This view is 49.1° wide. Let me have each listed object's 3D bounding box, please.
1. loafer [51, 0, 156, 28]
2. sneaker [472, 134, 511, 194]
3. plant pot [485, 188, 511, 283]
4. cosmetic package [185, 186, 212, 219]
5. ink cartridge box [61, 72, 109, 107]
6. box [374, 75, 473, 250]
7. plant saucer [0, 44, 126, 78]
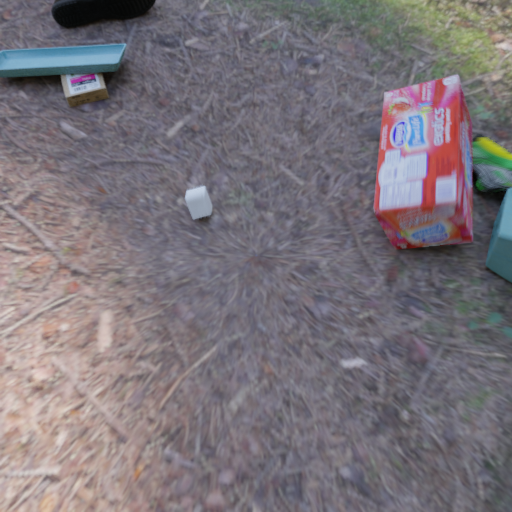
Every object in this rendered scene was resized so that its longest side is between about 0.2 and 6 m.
[{"bbox_3d":[-3.609,-6.151,13.206,2.479,0.905,0.884,-12,62,-6],"label":"loafer"},{"bbox_3d":[4.787,-1.435,10.654,2.056,0.802,0.876,45,107,34],"label":"sneaker"},{"bbox_3d":[5.299,-0.191,9.516,2.366,1.672,1.672,14,61,17],"label":"plant pot"},{"bbox_3d":[-1.068,-0.995,10.465,0.376,0.449,0.373,-14,29,8],"label":"cosmetic package"},{"bbox_3d":[-3.721,-3.678,12.153,0.880,0.330,0.725,-17,63,-9],"label":"ink cartridge box"},{"bbox_3d":[3.095,-1.680,10.176,1.425,1.365,2.859,-6,57,29],"label":"box"},{"bbox_3d":[-4.339,-4.273,12.307,2.904,0.275,1.015,-1,43,3],"label":"plant saucer"}]
